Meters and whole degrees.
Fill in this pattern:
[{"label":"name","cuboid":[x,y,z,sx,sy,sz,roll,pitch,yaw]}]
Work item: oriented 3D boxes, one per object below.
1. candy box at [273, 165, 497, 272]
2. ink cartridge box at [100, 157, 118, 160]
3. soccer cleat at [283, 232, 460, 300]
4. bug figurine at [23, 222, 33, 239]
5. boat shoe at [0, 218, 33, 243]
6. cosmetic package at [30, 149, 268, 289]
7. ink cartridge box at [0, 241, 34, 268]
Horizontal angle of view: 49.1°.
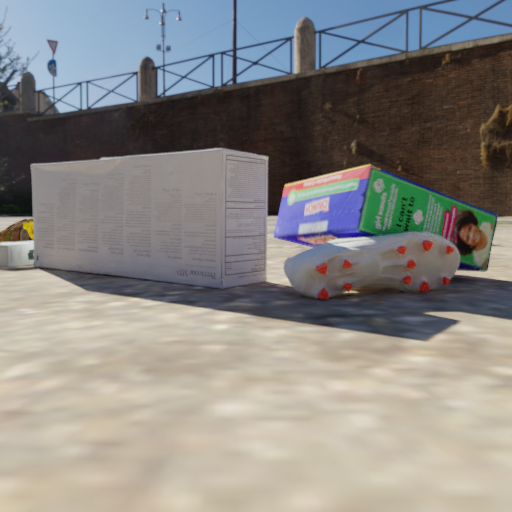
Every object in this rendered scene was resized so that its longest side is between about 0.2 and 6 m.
[{"label":"candy box","cuboid":[1.413,-0.343,6.325,1.879,0.724,1.589,13,-6,-29]},{"label":"ink cartridge box","cuboid":[-1.808,-0.682,8.277,0.890,1.528,0.516,2,8,18]},{"label":"soccer cleat","cuboid":[1.093,0.048,5.239,1.731,0.600,0.672,-5,17,-20]},{"label":"bug figurine","cuboid":[-2.701,-0.296,9.319,2.340,0.602,1.814,7,12,35]},{"label":"boat shoe","cuboid":[-4.445,-0.462,10.867,0.613,0.649,1.803,0,5,-5]},{"label":"cosmetic package","cuboid":[-1.418,-0.457,6.733,3.385,1.397,0.857,5,4,37]},{"label":"ink cartridge box","cuboid":[-3.301,-0.034,7.867,0.554,0.314,0.756,3,6,33]}]
